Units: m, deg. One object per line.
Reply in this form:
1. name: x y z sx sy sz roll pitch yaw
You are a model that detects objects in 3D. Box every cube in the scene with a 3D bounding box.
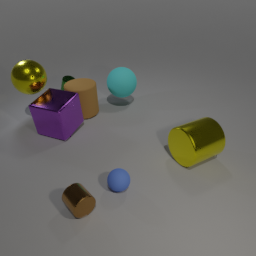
1. cube: -2.786 -0.569 11.099 1.400 1.400 1.400 12 41 20

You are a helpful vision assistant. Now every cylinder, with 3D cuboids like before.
1. cylinder: -2.050 -1.320 12.472 1.400 1.400 1.400 -2 32 1
2. cylinder: -1.364 1.997 7.756 0.700 0.700 0.700 -23 39 -32
3. cylinder: 2.331 0.459 9.601 1.400 1.400 1.400 -17 35 -27
4. cylinder: -3.098 -2.244 14.549 0.700 0.700 0.700 12 44 -12

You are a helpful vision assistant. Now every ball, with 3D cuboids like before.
1. ball: -0.290 -2.122 13.032 1.400 1.400 1.400 0 31 0
2. ball: -4.009 -2.055 11.364 1.400 1.400 1.400 0 31 0
3. ball: -0.278 1.568 8.458 0.700 0.700 0.700 0 31 0
